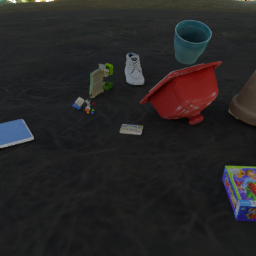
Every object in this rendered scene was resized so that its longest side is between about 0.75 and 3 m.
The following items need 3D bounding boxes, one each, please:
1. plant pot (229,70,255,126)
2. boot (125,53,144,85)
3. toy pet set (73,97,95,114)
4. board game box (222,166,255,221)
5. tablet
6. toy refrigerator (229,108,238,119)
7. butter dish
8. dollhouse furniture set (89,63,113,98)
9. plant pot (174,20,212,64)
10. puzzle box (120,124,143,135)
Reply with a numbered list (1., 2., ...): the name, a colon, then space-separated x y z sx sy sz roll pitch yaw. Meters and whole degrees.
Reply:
1. plant pot: 5.615 -1.365 11.674 2.213 1.930 2.213 5 35 -4
2. boot: 0.305 -3.520 16.315 1.018 1.323 2.769 -6 30 -11
3. toy pet set: -2.039 -0.934 12.839 0.900 0.512 0.964 30 28 -18
4. board game box: 4.073 1.799 7.741 2.467 0.552 1.659 2 30 3
5. tablet: -5.223 0.390 10.588 2.873 0.196 1.870 -16 33 -27
6. toy refrigerator: 4.766 -0.688 12.391 0.265 0.288 0.757 -7 31 -12
7. butter dish: 2.448 -1.164 11.631 2.900 2.144 2.892 -19 -9 -29
8. dollhouse furniture set: -1.706 -2.520 14.546 1.024 1.336 2.040 15 32 22
9. plant pot: 2.246 -3.023 10.184 1.263 1.187 1.263 1 56 -2
10. puzzle box: 0.138 0.052 11.266 0.864 0.110 0.575 5 31 8
